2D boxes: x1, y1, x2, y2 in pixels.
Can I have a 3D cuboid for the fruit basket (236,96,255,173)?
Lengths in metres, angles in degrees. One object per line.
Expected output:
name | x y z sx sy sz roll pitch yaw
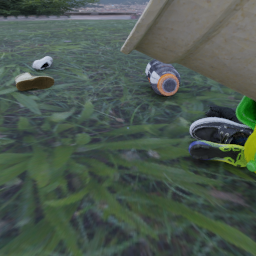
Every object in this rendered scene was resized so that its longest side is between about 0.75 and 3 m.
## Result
fruit basket | 3.315 -0.144 4.958 3.084 2.224 3.084 19 26 -10

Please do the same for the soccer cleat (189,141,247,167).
soccer cleat | 1.939 0.480 5.762 1.351 0.437 0.565 7 15 10

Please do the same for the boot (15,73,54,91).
boot | -3.471 -1.762 10.348 1.328 0.479 1.027 -13 28 -21

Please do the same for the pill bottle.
pill bottle | 1.216 -1.727 9.641 1.008 1.008 1.898 -2 25 -4

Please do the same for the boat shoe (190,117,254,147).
boat shoe | 2.252 0.231 6.150 1.778 0.622 0.589 12 28 10

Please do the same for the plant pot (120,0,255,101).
plant pot | 1.847 -1.412 3.095 2.725 2.977 2.977 31 24 -10

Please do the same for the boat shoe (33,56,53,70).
boat shoe | -3.800 -2.955 12.877 0.461 0.485 1.346 28 24 7

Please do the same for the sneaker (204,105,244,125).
sneaker | 2.462 -0.273 7.303 0.831 0.478 1.593 5 21 11
